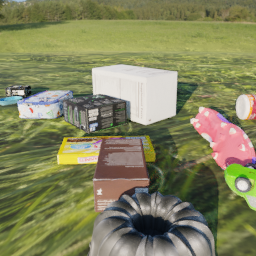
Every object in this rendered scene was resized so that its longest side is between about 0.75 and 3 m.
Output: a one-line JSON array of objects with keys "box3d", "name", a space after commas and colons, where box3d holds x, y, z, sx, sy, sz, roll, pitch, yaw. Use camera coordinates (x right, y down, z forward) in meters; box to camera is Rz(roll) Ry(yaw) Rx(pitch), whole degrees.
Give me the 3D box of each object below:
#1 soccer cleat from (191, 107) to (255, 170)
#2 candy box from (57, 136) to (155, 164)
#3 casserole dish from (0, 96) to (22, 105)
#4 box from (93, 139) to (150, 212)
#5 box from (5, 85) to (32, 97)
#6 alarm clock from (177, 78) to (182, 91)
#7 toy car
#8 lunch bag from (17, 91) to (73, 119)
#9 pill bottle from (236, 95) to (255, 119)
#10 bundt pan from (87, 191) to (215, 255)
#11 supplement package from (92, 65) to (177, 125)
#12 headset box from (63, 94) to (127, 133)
[{"box3d": [2.397, 0.297, 6.735, 1.029, 0.898, 2.691, 26, 18, -20], "name": "soccer cleat"}, {"box3d": [-0.513, 0.510, 6.874, 2.229, 0.294, 1.139, -1, 21, -4], "name": "candy box"}, {"box3d": [-5.024, -1.157, 11.915, 0.651, 0.209, 1.075, 16, 25, 39], "name": "casserole dish"}, {"box3d": [-0.117, 0.818, 5.399, 0.922, 0.690, 1.840, 0, 17, 0], "name": "box"}, {"box3d": [-5.232, -1.770, 13.393, 0.952, 0.410, 0.780, 1, 18, 4], "name": "box"}, {"box3d": [1.409, -2.106, 13.949, 2.353, 0.783, 1.587, -4, 19, -2], "name": "alarm clock"}, {"box3d": [2.899, 1.173, 4.408, 2.700, 0.640, 2.869, 11, 21, 30], "name": "toy car"}, {"box3d": [-3.021, -0.897, 10.320, 1.642, 0.774, 2.049, 3, 18, 14], "name": "lunch bag"}, {"box3d": [4.606, -0.726, 9.635, 1.514, 0.855, 0.855, -1, 19, -4], "name": "pill bottle"}, {"box3d": [0.300, 1.411, 3.684, 1.731, 0.650, 1.731, -1, 19, 0], "name": "bundt pan"}, {"box3d": [0.184, -1.321, 10.176, 1.565, 1.625, 2.857, -18, 27, -39], "name": "supplement package"}, {"box3d": [-1.134, -0.550, 9.192, 1.497, 0.798, 1.719, -15, 24, -36], "name": "headset box"}]
